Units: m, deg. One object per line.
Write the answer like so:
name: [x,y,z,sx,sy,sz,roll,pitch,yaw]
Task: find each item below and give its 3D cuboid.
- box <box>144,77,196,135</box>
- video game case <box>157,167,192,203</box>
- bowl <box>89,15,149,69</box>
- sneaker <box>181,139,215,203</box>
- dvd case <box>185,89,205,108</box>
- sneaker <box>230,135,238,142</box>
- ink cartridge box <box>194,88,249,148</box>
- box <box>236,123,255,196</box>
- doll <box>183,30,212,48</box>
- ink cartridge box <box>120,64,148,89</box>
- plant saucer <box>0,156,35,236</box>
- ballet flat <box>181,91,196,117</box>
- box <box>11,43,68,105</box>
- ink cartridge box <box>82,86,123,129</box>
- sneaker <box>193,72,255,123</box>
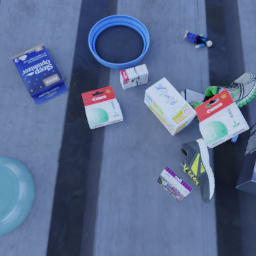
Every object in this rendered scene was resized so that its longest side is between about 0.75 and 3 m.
box: [1.531,-0.777,10.436,0.919,1.020,1.813,-35,73,-13]
video game case: [1.272,1.593,7.821,0.915,0.829,0.164,41,58,18]
bowl: [-0.365,-3.617,11.825,2.539,0.498,2.539,0,69,0]
sneaker: [2.379,1.491,9.752,0.967,0.851,2.285,-6,60,4]
dvd case: [2.671,-1.043,10.786,1.077,0.094,0.768,15,58,-16]
sneaker: [3.884,-0.082,10.507,0.501,0.451,1.287,13,63,8]
ink cartridge box: [2.525,-0.324,7.894,1.160,0.361,1.441,-34,55,27]
box: [5.321,1.221,9.409,2.476,1.526,2.456,19,71,8]
doll: [3.000,-3.750,11.982,1.220,0.296,0.833,20,62,1]
ink cartridge box: [0.248,-2.013,11.055,1.046,0.760,0.436,-17,70,-6]
plant saucer: [-4.652,2.267,9.543,2.799,0.503,2.799,0,69,0]
ballet flat: [2.305,-0.904,10.870,0.403,0.403,1.162,-28,72,-10]
box: [-3.581,-2.212,11.351,1.451,0.388,2.396,-28,73,-10]
ink cartridge box: [-1.022,-0.876,10.833,1.297,0.404,1.612,-15,71,-6]
sneaker: [3.652,-1.204,10.326,2.894,1.129,1.233,-39,105,-15]
